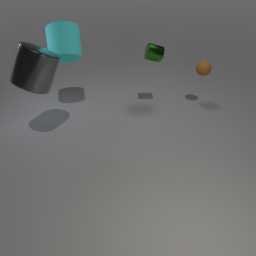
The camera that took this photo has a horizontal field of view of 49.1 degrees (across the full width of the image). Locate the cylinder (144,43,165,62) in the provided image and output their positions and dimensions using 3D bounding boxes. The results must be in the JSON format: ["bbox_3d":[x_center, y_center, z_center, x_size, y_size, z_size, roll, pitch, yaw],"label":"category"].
[{"bbox_3d":[1.153,-3.302,12.308,0.700,0.700,0.700,11,29,-14],"label":"cylinder"}]

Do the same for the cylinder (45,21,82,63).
[{"bbox_3d":[-2.751,-3.656,12.036,1.400,1.400,1.400,-7,0,0],"label":"cylinder"}]

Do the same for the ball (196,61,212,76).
[{"bbox_3d":[3.485,-2.748,12.895,0.700,0.700,0.700,0,31,0],"label":"ball"}]

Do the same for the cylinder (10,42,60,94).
[{"bbox_3d":[-3.276,-2.103,9.894,1.400,1.400,1.400,21,17,-7],"label":"cylinder"}]
